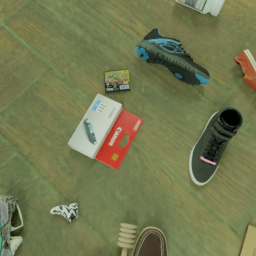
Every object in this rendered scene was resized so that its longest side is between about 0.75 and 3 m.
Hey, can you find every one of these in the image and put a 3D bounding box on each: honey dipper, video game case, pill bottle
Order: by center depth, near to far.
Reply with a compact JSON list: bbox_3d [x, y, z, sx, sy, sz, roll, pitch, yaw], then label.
[{"bbox_3d":[-0.192,3.853,7.441,0.472,0.472,2.486,10,75,3],"label":"honey dipper"},{"bbox_3d":[-0.365,-1.564,9.335,0.841,0.107,0.760,-6,73,-1],"label":"video game case"},{"bbox_3d":[2.566,-4.635,9.879,1.622,0.944,0.944,27,74,7],"label":"pill bottle"}]

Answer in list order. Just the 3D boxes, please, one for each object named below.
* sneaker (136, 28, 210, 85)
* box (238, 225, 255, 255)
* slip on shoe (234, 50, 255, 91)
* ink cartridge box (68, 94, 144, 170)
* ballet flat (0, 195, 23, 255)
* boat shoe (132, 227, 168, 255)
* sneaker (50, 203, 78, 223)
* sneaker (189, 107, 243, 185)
[{"bbox_3d":[1.589,-2.362,9.137,2.649,0.970,1.085,33,75,10],"label":"sneaker"},{"bbox_3d":[3.863,3.606,7.646,1.594,0.170,1.303,22,74,6],"label":"box"},{"bbox_3d":[4.059,-1.618,9.130,0.586,0.709,1.915,-27,76,22],"label":"slip on shoe"},{"bbox_3d":[-0.641,0.095,8.642,1.657,0.420,1.880,26,74,9],"label":"ink cartridge box"},{"bbox_3d":[-3.234,2.865,7.646,0.737,0.737,2.048,-5,74,-2],"label":"ballet flat"},{"bbox_3d":[0.436,3.989,7.067,1.024,1.022,2.838,16,73,5],"label":"boat shoe"},{"bbox_3d":[-1.786,2.463,7.931,0.776,0.310,0.505,-7,63,-13],"label":"sneaker"},{"bbox_3d":[2.509,0.430,8.106,0.878,1.231,2.482,25,75,6],"label":"sneaker"}]
